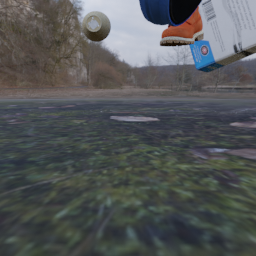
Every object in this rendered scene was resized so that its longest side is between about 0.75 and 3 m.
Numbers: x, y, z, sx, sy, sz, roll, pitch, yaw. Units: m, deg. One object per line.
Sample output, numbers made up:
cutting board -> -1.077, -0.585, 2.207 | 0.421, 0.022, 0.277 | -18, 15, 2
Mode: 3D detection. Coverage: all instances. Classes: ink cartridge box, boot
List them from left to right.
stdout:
boot -> 1.194, -2.386, 6.267 | 0.734, 1.049, 1.957 | 6, 27, 26
ink cartridge box -> 3.344, -3.258, 8.668 | 2.897, 2.115, 1.221 | -18, -7, 34

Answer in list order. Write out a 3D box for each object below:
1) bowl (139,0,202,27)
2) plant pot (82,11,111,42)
bowl -> 0.920, -2.508, 3.893 | 0.443, 2.256, 2.256 | 31, 17, 16
plant pot -> -1.290, -4.043, 11.021 | 1.210, 1.210, 1.292 | 0, 16, -2
